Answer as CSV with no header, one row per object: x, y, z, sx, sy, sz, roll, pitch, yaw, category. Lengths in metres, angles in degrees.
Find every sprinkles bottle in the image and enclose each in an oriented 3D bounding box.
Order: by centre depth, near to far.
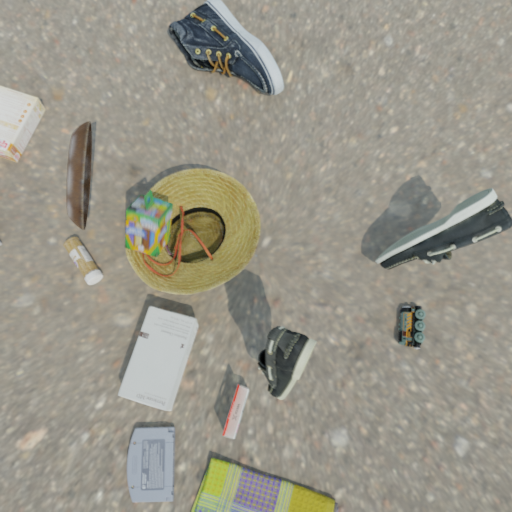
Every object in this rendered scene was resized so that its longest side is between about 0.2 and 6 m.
-3.500,0.098,11.327,0.348,0.348,1.019,-34,75,-10,sprinkles bottle

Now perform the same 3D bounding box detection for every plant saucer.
-3.240,-1.475,10.276,0.321,2.004,2.004,5,72,-14,plant saucer

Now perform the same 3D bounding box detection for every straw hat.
-1.188,-0.341,11.064,2.630,1.113,2.630,-1,73,3,straw hat

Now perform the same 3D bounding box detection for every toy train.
3.034,1.380,10.930,0.494,0.369,0.867,4,72,11,toy train

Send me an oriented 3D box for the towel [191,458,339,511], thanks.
0.082,4.817,9.860,2.533,0.288,1.819,19,74,6,towel

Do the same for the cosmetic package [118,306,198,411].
-1.809,1.941,10.546,0.986,0.709,1.747,14,72,3,cosmetic package

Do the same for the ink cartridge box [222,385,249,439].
-0.361,2.842,10.203,0.207,0.824,0.949,16,73,5,ink cartridge box

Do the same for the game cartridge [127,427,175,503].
-1.917,3.796,10.218,0.853,0.259,1.280,0,72,-4,game cartridge

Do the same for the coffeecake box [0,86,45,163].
-5.445,-2.884,12.176,1.085,0.516,1.413,19,73,6,coffeecake box

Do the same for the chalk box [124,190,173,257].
-1.872,-0.627,9.824,0.642,1.036,0.647,17,35,6,chalk box

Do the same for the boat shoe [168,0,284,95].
-0.695,-4.395,12.445,1.347,1.050,2.967,-34,68,-10,boat shoe

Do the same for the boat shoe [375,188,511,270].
3.377,-0.256,10.310,0.781,2.587,0.978,54,43,-2,boat shoe

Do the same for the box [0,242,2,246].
-6.197,-1.110,11.617,0.493,0.528,2.547,-36,75,-11,box

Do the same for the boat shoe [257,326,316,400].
0.388,1.669,8.759,0.719,2.125,0.763,23,62,7,boat shoe
